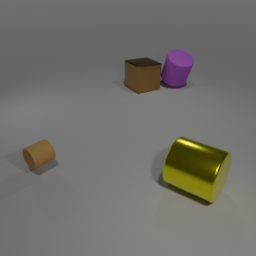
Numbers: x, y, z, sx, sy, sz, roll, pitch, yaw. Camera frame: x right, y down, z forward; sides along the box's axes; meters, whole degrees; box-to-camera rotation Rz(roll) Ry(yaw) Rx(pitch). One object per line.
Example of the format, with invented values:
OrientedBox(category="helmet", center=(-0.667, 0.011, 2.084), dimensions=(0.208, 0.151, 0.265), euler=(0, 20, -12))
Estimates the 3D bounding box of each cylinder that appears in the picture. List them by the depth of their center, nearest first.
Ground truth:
OrientedBox(category="cylinder", center=(1.879, 1.090, 7.615), dimensions=(1.400, 1.400, 1.400), euler=(20, 35, 31))
OrientedBox(category="cylinder", center=(-2.654, 0.785, 8.359), dimensions=(0.700, 0.700, 0.700), euler=(24, 39, 36))
OrientedBox(category="cylinder", center=(2.553, -3.118, 14.592), dimensions=(1.400, 1.400, 1.400), euler=(6, 51, -7))

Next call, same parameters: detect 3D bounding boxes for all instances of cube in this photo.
OrientedBox(category="cube", center=(0.751, -2.767, 14.583), dimensions=(1.400, 1.400, 1.400), euler=(-14, 32, -26))
